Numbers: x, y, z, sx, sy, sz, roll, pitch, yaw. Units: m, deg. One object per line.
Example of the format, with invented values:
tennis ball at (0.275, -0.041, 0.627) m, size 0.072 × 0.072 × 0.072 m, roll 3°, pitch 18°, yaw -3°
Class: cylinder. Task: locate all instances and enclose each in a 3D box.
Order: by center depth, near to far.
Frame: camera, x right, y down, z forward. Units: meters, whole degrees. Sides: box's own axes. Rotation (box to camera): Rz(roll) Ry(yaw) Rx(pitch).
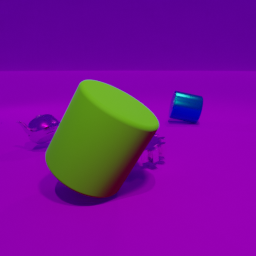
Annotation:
cylinder at (-0.339, 0.124, 3.610) m, size 1.100 × 1.100 × 1.100 m, roll 27°, pitch 20°, yaw -10°
cylinder at (1.690, -0.618, 8.249) m, size 0.821 × 0.821 × 0.821 m, roll 12°, pitch 13°, yaw 0°

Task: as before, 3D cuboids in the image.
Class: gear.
gear at (0.082, 0.363, 4.964) m, size 1.187 × 0.219 × 1.187 m, roll -7°, pitch 15°, yaw 2°

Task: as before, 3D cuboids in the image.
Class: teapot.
teapot at (-1.730, -0.018, 5.630) m, size 0.684 × 0.538 × 1.099 m, roll -35°, pitch -13°, yaw 27°
